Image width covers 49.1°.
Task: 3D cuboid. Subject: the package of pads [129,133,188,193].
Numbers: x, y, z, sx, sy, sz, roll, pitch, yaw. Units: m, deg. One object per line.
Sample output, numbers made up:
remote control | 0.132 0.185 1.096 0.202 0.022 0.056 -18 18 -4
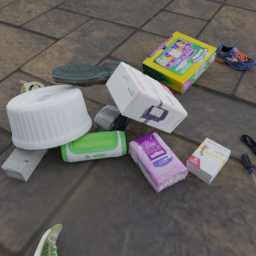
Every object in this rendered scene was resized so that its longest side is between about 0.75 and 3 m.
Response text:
package of pads | 1.003 1.151 9.757 1.216 0.764 2.018 -20 51 -21

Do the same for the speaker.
speaker | -1.219 0.656 10.087 2.241 0.991 0.991 -6 48 -6

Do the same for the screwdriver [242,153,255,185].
screwdriver | 4.292 1.714 9.623 0.278 0.290 1.996 -1 51 0

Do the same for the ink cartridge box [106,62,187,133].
ink cartridge box | 0.663 -1.051 10.086 2.526 1.065 1.828 19 31 -40

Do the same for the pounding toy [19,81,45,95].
pounding toy | -4.214 -1.427 12.368 0.924 0.927 1.617 0 51 -39

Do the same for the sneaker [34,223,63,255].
sneaker | -2.149 3.602 7.664 0.848 0.736 1.914 21 57 4

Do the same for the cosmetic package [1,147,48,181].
cosmetic package | -3.612 1.044 9.929 0.814 0.687 1.524 10 51 14

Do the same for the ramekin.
ramekin | -2.865 -0.520 10.114 2.904 1.416 2.904 -8 24 3

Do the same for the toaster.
toaster | -0.674 -0.332 11.093 0.919 0.808 1.422 23 53 23

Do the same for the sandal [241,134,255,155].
sandal | 4.727 0.599 10.625 0.401 0.226 1.055 -19 50 -17

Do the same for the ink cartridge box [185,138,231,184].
ink cartridge box | 2.826 1.128 9.901 0.995 0.572 1.371 32 55 26

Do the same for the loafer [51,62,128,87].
loafer | -1.332 -1.833 10.475 2.907 0.914 1.045 -8 43 -15

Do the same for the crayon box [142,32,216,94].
crayon box | 2.464 -3.197 13.430 2.357 0.796 2.732 34 68 26

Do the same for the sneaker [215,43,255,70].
sneaker | 5.326 -3.580 14.028 2.180 0.855 0.821 26 54 22
